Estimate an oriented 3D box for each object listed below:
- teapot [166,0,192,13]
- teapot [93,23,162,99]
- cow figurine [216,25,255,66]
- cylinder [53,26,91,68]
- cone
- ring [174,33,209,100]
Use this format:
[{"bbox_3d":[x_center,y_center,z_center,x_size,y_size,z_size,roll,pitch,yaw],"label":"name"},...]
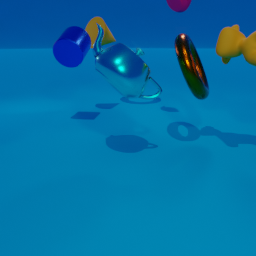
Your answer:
[{"bbox_3d":[1.480,-3.748,8.027,0.612,0.777,1.250,-44,20,-16],"label":"teapot"},{"bbox_3d":[-0.088,-1.294,5.832,1.976,0.968,1.229,41,3,-7],"label":"teapot"},{"bbox_3d":[2.805,-1.716,6.058,1.672,0.918,1.645,11,16,-4],"label":"cow figurine"},{"bbox_3d":[-1.616,-2.370,8.179,0.896,0.896,0.896,3,42,11],"label":"cylinder"},{"bbox_3d":[-0.772,-3.119,9.600,1.030,1.030,1.034,16,8,41],"label":"cone"},{"bbox_3d":[1.581,-1.495,6.861,0.338,1.691,1.691,-20,9,24],"label":"ring"}]
